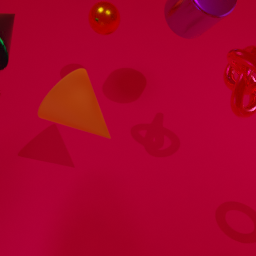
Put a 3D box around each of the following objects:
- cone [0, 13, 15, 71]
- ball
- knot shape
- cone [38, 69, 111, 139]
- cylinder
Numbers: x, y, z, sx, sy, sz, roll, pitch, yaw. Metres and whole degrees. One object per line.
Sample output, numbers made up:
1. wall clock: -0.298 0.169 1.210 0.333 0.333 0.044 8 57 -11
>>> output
1. cone: -2.865 -2.192 6.150 1.350 1.350 1.355 16 51 9
2. ball: -0.647 -3.005 7.687 0.883 0.883 0.883 0 61 0
3. knot shape: 2.496 -0.954 5.953 0.740 1.602 1.499 -6 104 13
4. cone: -0.921 -0.272 6.208 1.468 1.462 1.462 43 69 3
5. cylinder: 1.659 -2.916 6.563 1.244 1.244 1.244 2 85 -17
